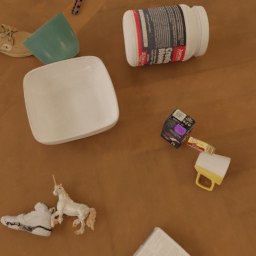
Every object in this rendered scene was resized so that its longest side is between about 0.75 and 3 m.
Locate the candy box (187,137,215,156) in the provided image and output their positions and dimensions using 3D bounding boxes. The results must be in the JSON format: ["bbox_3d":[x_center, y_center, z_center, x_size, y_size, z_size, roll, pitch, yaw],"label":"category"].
[{"bbox_3d":[2.119,0.535,8.065,0.534,0.925,0.256,25,91,32],"label":"candy box"}]

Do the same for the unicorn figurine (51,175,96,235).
[{"bbox_3d":[-1.841,2.492,8.682,1.839,0.679,1.263,28,39,-8],"label":"unicorn figurine"}]

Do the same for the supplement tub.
[{"bbox_3d":[1.310,-3.410,10.335,2.835,1.989,1.989,-7,68,-2],"label":"supplement tub"}]

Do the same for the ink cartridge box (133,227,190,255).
[{"bbox_3d":[1.155,4.403,8.062,2.383,0.597,1.933,42,73,7],"label":"ink cartridge box"}]

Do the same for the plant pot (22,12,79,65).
[{"bbox_3d":[-2.683,-3.095,10.327,1.828,1.828,1.467,-46,114,-16],"label":"plant pot"}]

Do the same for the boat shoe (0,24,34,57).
[{"bbox_3d":[-4.795,-3.486,10.951,2.875,0.927,1.024,4,68,2],"label":"boat shoe"}]

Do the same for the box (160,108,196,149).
[{"bbox_3d":[1.638,0.038,9.333,0.795,1.300,0.690,39,73,14],"label":"box"}]

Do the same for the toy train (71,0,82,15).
[{"bbox_3d":[-2.175,-5.340,12.108,0.269,0.200,1.175,18,68,-6],"label":"toy train"}]

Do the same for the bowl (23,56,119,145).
[{"bbox_3d":[-1.925,-0.888,9.820,2.966,1.107,2.962,-16,69,-5],"label":"bowl"}]

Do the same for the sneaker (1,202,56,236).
[{"bbox_3d":[-3.035,2.727,8.660,1.563,0.587,0.898,14,68,0],"label":"sneaker"}]

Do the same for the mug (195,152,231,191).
[{"bbox_3d":[2.659,1.316,9.076,0.944,0.921,1.150,23,63,17],"label":"mug"}]
